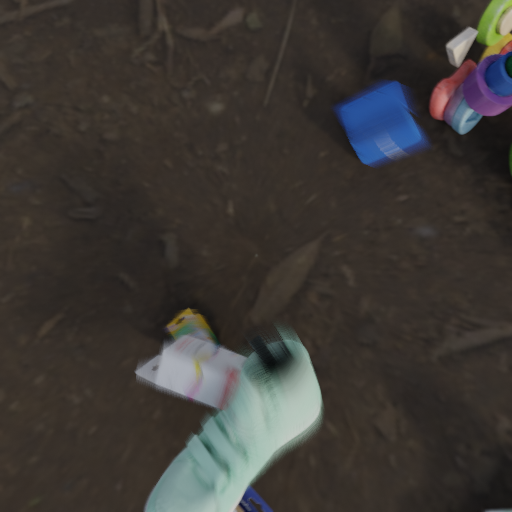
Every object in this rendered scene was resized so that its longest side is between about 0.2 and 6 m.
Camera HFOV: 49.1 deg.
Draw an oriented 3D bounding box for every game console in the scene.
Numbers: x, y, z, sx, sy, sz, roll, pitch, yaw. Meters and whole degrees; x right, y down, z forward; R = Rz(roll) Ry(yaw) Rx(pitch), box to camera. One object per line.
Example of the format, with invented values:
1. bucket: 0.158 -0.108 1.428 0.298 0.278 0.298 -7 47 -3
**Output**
1. game console: 1.879 -1.995 8.479 0.958 0.818 0.567 -21 40 25

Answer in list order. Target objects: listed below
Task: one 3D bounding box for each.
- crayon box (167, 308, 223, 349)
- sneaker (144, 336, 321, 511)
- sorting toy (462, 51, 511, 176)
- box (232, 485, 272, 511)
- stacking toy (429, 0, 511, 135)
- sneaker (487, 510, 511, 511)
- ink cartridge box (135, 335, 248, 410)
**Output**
1. crayon box: -0.842 1.127 7.708 0.454 0.186 0.722 -39 79 18
2. sneaker: -0.323 1.841 5.883 2.426 1.431 0.893 -39 53 -23
3. sorting toy: 4.658 -1.184 7.477 1.495 1.485 4.313 -41 90 -14
4. box: -0.440 3.611 6.949 1.487 0.241 0.901 -42 76 -14
5. stacking toy: 3.555 -2.813 8.330 1.938 1.755 0.819 -44 65 -9
6. sneaker: 3.162 3.371 6.528 1.995 1.177 0.734 -16 73 -4
7. ink cartridge box: -0.721 1.434 7.130 1.398 0.814 0.472 18 100 10
